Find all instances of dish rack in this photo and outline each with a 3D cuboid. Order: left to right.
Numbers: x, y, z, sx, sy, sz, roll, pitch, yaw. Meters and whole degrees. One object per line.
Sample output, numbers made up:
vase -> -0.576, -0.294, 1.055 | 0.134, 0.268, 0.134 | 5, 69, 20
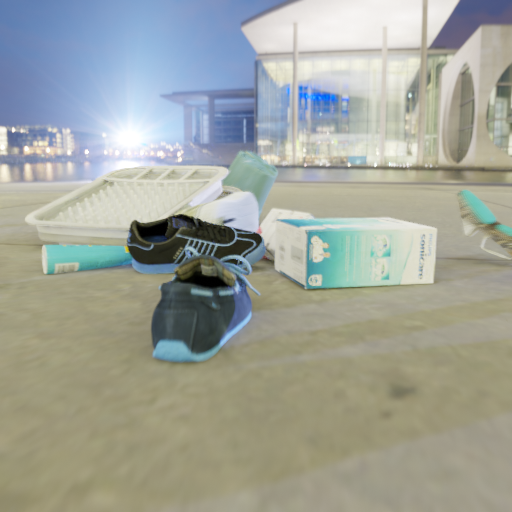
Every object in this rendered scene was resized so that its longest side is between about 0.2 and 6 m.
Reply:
dish rack -> -2.814, -1.126, 13.082 | 3.497, 0.887, 4.075 | 5, 26, 22

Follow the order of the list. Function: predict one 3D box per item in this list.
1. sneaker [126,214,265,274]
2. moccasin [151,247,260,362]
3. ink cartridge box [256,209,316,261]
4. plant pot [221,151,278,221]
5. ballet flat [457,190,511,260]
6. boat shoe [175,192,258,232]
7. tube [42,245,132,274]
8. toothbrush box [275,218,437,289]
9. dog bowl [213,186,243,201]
sneaker -> -0.994, -0.258, 9.529 | 2.370, 0.923, 0.831 | -6, 45, -8
moccasin -> -0.497, 0.406, 6.472 | 1.052, 0.892, 2.615 | 0, 10, 2
ink cartridge box -> 0.562, -0.360, 10.599 | 0.537, 0.922, 1.266 | 42, -14, -28
plant pot -> -0.303, -1.974, 15.957 | 1.674, 1.639, 1.674 | 24, 27, -13
ballet flat -> 4.333, -0.442, 10.401 | 0.618, 0.686, 1.823 | -19, 54, -45
boat shoe -> -0.763, -0.787, 11.888 | 1.040, 1.207, 3.352 | 1, 3, 16
tube -> -2.752, 0.023, 9.987 | 1.967, 0.496, 0.762 | -3, -5, -29
toothbrush box -> 1.571, -0.103, 9.231 | 2.201, 0.939, 1.611 | -3, 10, -16
dog bowl -> -1.300, -1.083, 14.111 | 2.107, 0.777, 2.107 | -6, 25, 3
